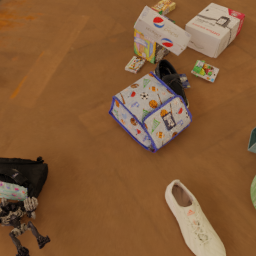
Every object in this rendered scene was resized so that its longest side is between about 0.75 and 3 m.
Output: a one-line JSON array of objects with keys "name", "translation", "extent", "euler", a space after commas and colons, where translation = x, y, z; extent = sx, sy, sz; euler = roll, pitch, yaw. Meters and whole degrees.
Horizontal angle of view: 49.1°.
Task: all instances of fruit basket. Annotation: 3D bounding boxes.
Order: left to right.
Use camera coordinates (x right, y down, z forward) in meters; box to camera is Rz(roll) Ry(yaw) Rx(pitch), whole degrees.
[{"name": "fruit basket", "translation": [3.516, -2.622, 12.700], "extent": [1.085, 0.508, 1.005], "euler": [24, 56, 14]}]

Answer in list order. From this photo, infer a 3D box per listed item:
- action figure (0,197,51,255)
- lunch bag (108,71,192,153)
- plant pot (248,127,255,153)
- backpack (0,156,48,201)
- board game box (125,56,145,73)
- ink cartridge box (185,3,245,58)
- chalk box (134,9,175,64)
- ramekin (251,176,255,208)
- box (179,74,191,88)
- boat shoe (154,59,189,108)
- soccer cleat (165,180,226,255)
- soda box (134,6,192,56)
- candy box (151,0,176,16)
[{"name": "action figure", "translation": [-3.248, 2.615, 8.139], "extent": [1.426, 1.225, 2.400], "euler": [-22, 42, -39]}, {"name": "lunch bag", "translation": [0.900, -0.569, 10.521], "extent": [2.140, 1.559, 2.517], "euler": [-35, 74, -24]}, {"name": "plant pot", "translation": [5.123, 0.418, 10.100], "extent": [1.038, 1.019, 1.017], "euler": [25, 56, 4]}, {"name": "backpack", "translation": [-3.620, 1.625, 8.979], "extent": [1.790, 1.133, 1.493], "euler": [7, 26, 0]}, {"name": "board game box", "translation": [0.342, -2.974, 13.173], "extent": [0.592, 0.162, 0.937], "euler": [22, 56, 17]}, {"name": "ink cartridge box", "translation": [4.297, -4.957, 14.083], "extent": [1.949, 1.119, 2.683], "euler": [32, 59, 22]}, {"name": "chalk box", "translation": [1.197, -4.392, 12.968], "extent": [1.365, 2.205, 1.372], "euler": [36, 61, 24]}, {"name": "ramekin", "translation": [5.098, 2.017, 8.689], "extent": [2.449, 1.196, 2.449], "euler": [0, 53, 0]}, {"name": "box", "translation": [2.406, -2.047, 12.471], "extent": [0.555, 0.148, 0.916], "euler": [-8, 52, -5]}, {"name": "boat shoe", "translation": [1.804, -1.840, 11.874], "extent": [1.041, 0.869, 2.790], "euler": [-10, 54, -10]}, {"name": "soccer cleat", "translation": [1.917, 2.739, 8.254], "extent": [0.912, 1.021, 2.633], "euler": [-23, 56, -16]}, {"name": "soda box", "translation": [1.275, -3.538, 10.278], "extent": [2.007, 0.683, 0.639], "euler": [30, 73, -8]}, {"name": "candy box", "translation": [2.019, -6.888, 16.047], "extent": [0.759, 0.364, 1.314], "euler": [36, 61, 24]}]
